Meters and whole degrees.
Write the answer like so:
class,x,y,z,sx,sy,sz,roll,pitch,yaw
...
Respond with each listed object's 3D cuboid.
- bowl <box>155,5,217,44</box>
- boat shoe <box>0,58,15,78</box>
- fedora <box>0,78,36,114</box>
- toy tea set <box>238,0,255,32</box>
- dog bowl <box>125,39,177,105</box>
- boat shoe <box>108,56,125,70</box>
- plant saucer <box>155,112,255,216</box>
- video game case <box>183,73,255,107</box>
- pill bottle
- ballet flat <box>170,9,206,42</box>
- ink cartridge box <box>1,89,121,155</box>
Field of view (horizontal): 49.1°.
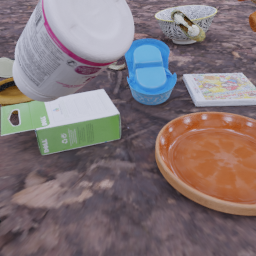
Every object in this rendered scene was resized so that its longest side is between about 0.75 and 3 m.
class,x,y,z,sx,sy,sz,roll,pitch,yaw
bowl,2.586,-4.558,12.584,2.660,1.248,2.660,-6,34,4
boat shoe,-3.893,-2.086,9.820,1.937,0.696,0.655,0,3,11
fedora,-2.989,-0.864,7.843,1.736,0.708,1.736,1,34,0
toy tea set,3.178,-2.648,6.057,0.896,1.440,2.421,-21,74,10
dog bowl,0.646,-1.733,8.606,1.416,0.630,2.540,-5,52,-1
boat shoe,-0.871,-2.631,10.526,1.710,0.554,0.615,20,39,26
plant saucer,2.072,0.616,5.921,2.999,0.484,2.999,1,35,0
video game case,2.928,-1.249,8.813,2.058,0.235,1.873,-1,35,-2
pill bottle,-0.466,-0.563,2.027,0.581,0.581,1.025,-30,6,-36
ballet flat,1.843,-3.161,8.674,1.340,0.474,0.474,41,41,-3
ink cartridge box,-1.595,-0.133,6.729,2.579,0.765,1.339,-12,36,-17
